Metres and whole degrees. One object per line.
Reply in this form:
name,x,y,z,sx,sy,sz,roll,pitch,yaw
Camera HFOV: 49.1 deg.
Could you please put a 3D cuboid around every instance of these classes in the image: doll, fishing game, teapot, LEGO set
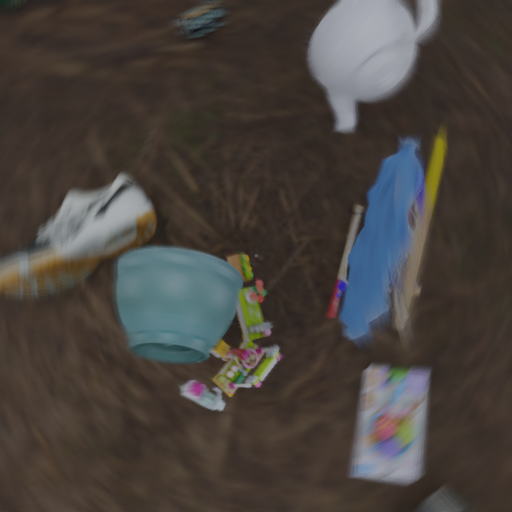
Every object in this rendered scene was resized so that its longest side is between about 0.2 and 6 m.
doll,2.174,0.123,8.630,0.702,0.249,1.029,-34,77,40
fishing game,1.721,-0.189,7.443,0.589,3.792,2.715,15,80,-2
teapot,1.643,-2.849,8.000,1.600,1.621,1.184,-27,62,2
LEGO set,-0.134,1.089,8.058,1.088,0.880,2.365,27,66,-21

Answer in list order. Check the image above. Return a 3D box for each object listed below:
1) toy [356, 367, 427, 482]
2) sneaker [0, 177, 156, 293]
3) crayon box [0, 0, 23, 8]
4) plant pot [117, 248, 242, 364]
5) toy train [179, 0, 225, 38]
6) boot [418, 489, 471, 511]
toy,2.170,2.683,8.843,0.987,0.405,1.714,7,83,1
sneaker,-2.963,-0.347,9.059,2.640,0.999,1.157,-26,69,-7
crayon box,-4.522,-4.986,9.828,0.932,0.315,1.081,8,83,1
plant pot,-1.078,0.778,7.504,1.712,1.712,1.147,4,66,1
toy train,-0.945,-4.130,9.743,0.784,0.334,0.447,-28,71,-1
boot,2.728,5.176,8.162,2.437,0.973,2.680,43,88,5
